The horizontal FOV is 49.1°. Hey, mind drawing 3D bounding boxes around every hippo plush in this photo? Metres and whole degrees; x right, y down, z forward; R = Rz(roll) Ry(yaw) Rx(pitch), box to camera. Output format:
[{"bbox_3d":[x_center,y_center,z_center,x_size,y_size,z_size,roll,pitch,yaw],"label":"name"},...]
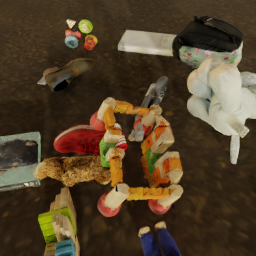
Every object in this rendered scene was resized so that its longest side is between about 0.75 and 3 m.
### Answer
[{"bbox_3d":[3.429,-1.014,8.362,2.361,2.339,2.936,-16,44,-16],"label":"hippo plush"}]

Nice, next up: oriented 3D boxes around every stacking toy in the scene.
[{"bbox_3d":[-2.212,-4.177,12.731,1.463,1.324,0.618,6,54,5],"label":"stacking toy"}]

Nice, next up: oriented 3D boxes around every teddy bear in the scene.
[{"bbox_3d":[-1.222,1.056,6.936,2.139,0.714,1.551,-1,-1,-15],"label":"teddy bear"}]

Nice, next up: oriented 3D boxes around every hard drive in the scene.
[{"bbox_3d":[1.033,-4.021,13.204,2.667,0.356,1.759,9,43,10],"label":"hard drive"}]

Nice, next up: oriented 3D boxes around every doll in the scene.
[{"bbox_3d":[0.877,2.787,5.518,1.272,0.452,1.865,-12,43,-13],"label":"doll"}]

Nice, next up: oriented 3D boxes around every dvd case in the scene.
[{"bbox_3d":[-3.759,0.985,7.658,2.641,0.291,1.928,-9,43,-8],"label":"dvd case"}]

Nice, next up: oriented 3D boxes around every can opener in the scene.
[{"bbox_3d":[0.804,-0.971,9.572,0.598,0.755,2.271,14,48,14],"label":"can opener"}]

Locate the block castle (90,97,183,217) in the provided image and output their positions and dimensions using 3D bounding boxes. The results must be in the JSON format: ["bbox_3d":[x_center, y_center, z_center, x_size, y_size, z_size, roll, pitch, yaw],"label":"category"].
[{"bbox_3d":[0.104,0.688,6.751,1.793,1.259,2.684,6,54,-23],"label":"block castle"}]

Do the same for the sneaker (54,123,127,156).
[{"bbox_3d":[-0.984,0.498,7.848,2.030,0.795,1.172,-16,43,-15],"label":"sneaker"}]

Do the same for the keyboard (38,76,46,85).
[{"bbox_3d":[-3.220,-2.094,11.287,0.335,0.063,1.189,6,42,14],"label":"keyboard"}]

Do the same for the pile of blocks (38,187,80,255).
[{"bbox_3d":[-1.429,2.430,5.415,0.858,1.134,2.762,-14,42,-6],"label":"pile of blocks"}]

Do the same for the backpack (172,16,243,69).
[{"bbox_3d":[3.338,-3.277,11.387,2.559,1.620,2.136,25,66,28],"label":"backpack"}]

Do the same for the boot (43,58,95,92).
[{"bbox_3d":[-2.125,-1.987,10.747,2.065,0.771,1.001,-21,54,-8],"label":"boot"}]
